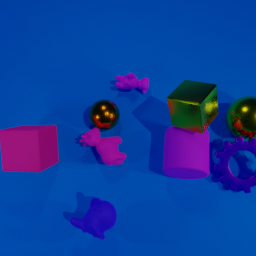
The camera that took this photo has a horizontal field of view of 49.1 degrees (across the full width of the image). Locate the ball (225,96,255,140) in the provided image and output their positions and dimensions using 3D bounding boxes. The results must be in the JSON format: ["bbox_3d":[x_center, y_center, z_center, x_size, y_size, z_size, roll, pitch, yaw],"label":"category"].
[{"bbox_3d":[3.547,-0.292,8.221,1.297,1.297,1.297,0,68,0],"label":"ball"}]

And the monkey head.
[{"bbox_3d":[-0.836,2.210,7.017,1.064,1.479,0.891,13,62,18],"label":"monkey head"}]

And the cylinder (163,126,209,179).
[{"bbox_3d":[1.630,0.693,7.845,1.235,1.235,1.235,6,67,2],"label":"cylinder"}]

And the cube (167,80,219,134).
[{"bbox_3d":[1.695,-0.575,7.271,0.936,0.936,0.936,18,49,38],"label":"cube"}]

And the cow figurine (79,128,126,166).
[{"bbox_3d":[-0.740,0.556,8.035,1.170,0.652,1.189,-2,56,-26],"label":"cow figurine"}]

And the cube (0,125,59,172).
[{"bbox_3d":[-2.644,0.522,7.619,1.095,1.095,1.095,-1,97,12],"label":"cube"}]

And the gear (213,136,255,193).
[{"bbox_3d":[3.221,1.017,7.861,1.551,0.287,1.551,1,93,12],"label":"gear"}]

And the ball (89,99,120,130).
[{"bbox_3d":[-0.715,-0.395,8.460,0.940,0.940,0.940,0,68,0],"label":"ball"}]

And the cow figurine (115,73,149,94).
[{"bbox_3d":[0.175,-1.436,9.059,0.974,0.958,0.534,-1,80,31],"label":"cow figurine"}]
